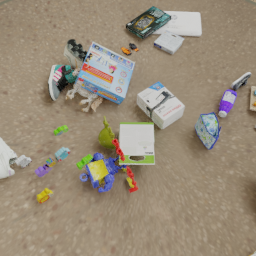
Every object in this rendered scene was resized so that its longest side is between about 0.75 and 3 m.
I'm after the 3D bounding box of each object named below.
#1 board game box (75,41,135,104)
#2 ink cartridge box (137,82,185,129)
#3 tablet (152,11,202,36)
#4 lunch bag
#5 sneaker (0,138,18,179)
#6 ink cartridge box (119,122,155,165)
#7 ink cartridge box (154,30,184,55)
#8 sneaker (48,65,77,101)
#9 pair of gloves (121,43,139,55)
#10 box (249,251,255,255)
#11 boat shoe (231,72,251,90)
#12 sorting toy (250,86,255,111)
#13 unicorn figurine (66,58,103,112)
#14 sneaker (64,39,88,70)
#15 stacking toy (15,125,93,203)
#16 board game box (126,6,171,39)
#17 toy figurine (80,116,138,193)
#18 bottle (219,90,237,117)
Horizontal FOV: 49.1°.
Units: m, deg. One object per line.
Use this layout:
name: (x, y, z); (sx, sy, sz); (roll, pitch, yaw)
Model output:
board game box: (-0.935, -2.362, 11.997); (2.123, 0.593, 2.078); (24, 58, -14)
ink cartridge box: (1.335, -0.947, 11.543); (1.202, 0.700, 1.663); (-33, 64, -19)
tablet: (2.375, -5.520, 14.636); (2.840, 0.194, 1.848); (4, 59, 2)
lunch bag: (3.092, 0.126, 10.682); (0.730, 0.974, 1.145); (-7, 61, -5)
sneaker: (-4.779, 0.914, 10.492); (1.131, 0.850, 2.270); (-5, 57, -25)
ink cartridge box: (0.314, 0.691, 10.523); (1.326, 0.680, 1.794); (1, 57, 0)
ink cartridge box: (2.038, -4.241, 13.829); (1.115, 0.246, 1.136); (32, 62, 18)
sneaker: (-2.755, -2.042, 12.198); (1.166, 0.808, 1.932); (-7, 57, 7)
pair of gloves: (0.100, -3.869, 13.688); (0.751, 0.093, 0.669); (-34, 64, -20)
box: (3.481, 4.306, 8.509); (2.121, 0.410, 0.440); (-25, 62, -15)
boat shoe: (5.100, -2.055, 12.403); (1.133, 0.406, 0.384); (-33, 64, -16)
sorting toy: (6.214, -1.157, 11.740); (2.014, 0.296, 1.489); (11, 54, 13)
unicorn figurine: (-1.961, -1.634, 11.904); (2.094, 0.773, 1.438); (41, 65, -9)
sneaker: (-1.993, -2.790, 12.674); (2.384, 1.055, 0.883); (51, 50, 1)
stacking toy: (-2.663, 1.229, 10.069); (2.398, 0.563, 1.808); (-40, 66, -6)
board game box: (1.052, -5.409, 14.324); (1.990, 0.280, 1.346); (-39, 61, -16)
toy figurine: (-1.003, 1.201, 9.855); (1.712, 1.507, 2.857); (-24, 61, -8)
bottle: (4.146, -1.023, 11.753); (0.540, 0.422, 1.293); (22, 61, 14)
